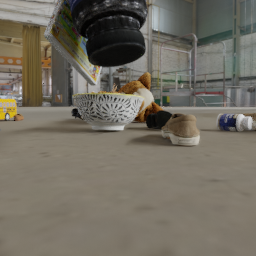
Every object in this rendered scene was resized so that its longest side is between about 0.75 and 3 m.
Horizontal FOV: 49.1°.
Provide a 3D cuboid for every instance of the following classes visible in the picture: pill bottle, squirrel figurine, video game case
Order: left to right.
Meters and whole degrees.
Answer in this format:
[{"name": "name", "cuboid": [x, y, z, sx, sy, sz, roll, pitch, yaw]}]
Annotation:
[{"name": "video game case", "cuboid": [-0.874, -1.758, 5.308, 0.168, 1.335, 1.467, -1, -27, 28]}, {"name": "pill bottle", "cuboid": [-0.360, -2.205, 4.564, 1.234, 2.206, 1.234, -10, -7, -1]}, {"name": "squirrel figurine", "cuboid": [-0.362, -0.812, 10.432, 2.356, 1.786, 2.524, -17, 0, -37]}, {"name": "pill bottle", "cuboid": [2.849, -0.148, 7.504, 0.832, 0.462, 0.462, 5, 7, 42]}]

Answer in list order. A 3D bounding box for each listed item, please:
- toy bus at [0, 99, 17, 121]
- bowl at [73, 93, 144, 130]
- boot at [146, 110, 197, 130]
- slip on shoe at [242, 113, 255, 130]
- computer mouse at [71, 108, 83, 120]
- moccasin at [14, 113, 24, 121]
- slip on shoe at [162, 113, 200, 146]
[{"name": "toy bus", "cuboid": [-5.348, -0.702, 11.051, 0.756, 0.910, 2.323, 1, 5, 9]}, {"name": "bowl", "cuboid": [-0.523, -0.396, 7.516, 1.913, 0.898, 1.913, 1, 1, 0]}, {"name": "boot", "cuboid": [1.425, -0.255, 8.213, 1.397, 0.556, 1.605, -3, 4, -23]}, {"name": "slip on shoe", "cuboid": [4.205, -0.332, 7.291, 1.086, 0.866, 2.857, -3, 6, -32]}, {"name": "computer mouse", "cuboid": [-1.151, -0.863, 13.107, 2.755, 0.604, 1.511, -10, 10, -29]}, {"name": "moccasin", "cuboid": [-4.637, -0.480, 11.865, 0.309, 0.326, 0.843, 0, 5, 0]}, {"name": "slip on shoe", "cuboid": [1.059, -0.033, 5.766, 0.695, 0.554, 1.828, 0, 5, 5]}]
